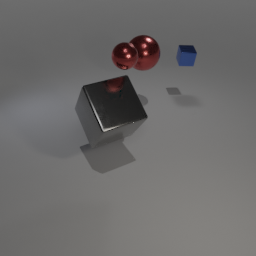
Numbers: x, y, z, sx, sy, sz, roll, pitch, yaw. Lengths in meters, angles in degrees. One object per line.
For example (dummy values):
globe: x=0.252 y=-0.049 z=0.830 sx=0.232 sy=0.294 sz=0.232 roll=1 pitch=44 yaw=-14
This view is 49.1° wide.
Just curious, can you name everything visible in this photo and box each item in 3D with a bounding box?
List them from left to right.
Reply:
cube: x=-0.529 y=-0.438 z=7.967 sx=1.400 sy=1.400 sz=1.400 roll=-19 pitch=76 yaw=-25
ball: x=-0.083 y=-1.872 z=7.305 sx=0.700 sy=0.700 sz=0.700 roll=0 pitch=31 yaw=0
ball: x=0.604 y=-3.015 z=11.280 sx=1.400 sy=1.400 sz=1.400 roll=0 pitch=31 yaw=0
cube: x=2.651 y=-3.294 z=12.758 sx=0.700 sy=0.700 sz=0.700 roll=0 pitch=45 yaw=-6
